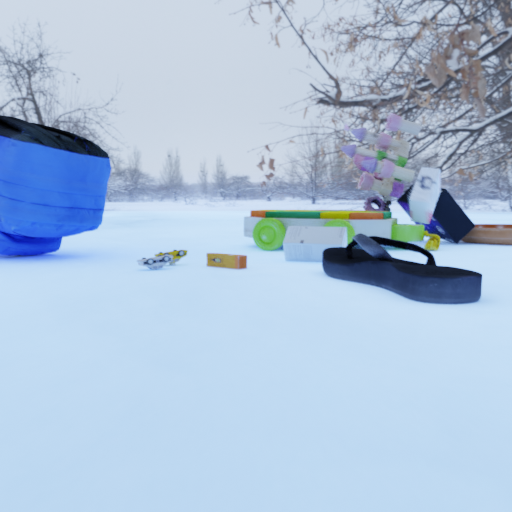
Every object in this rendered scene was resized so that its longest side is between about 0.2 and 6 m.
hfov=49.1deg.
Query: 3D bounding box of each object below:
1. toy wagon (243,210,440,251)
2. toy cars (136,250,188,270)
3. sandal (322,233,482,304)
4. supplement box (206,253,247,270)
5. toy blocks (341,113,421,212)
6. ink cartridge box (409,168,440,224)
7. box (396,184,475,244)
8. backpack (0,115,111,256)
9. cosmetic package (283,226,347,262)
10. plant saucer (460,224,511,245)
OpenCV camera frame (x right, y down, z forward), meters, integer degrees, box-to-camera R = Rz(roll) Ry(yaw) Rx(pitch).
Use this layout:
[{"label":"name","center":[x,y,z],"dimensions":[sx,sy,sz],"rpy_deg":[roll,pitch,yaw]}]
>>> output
[{"label":"toy wagon","center":[1.868,-0.590,12.134],"dimensions":[4.079,0.807,3.165],"rpy_deg":[2,6,21]},{"label":"toy cars","center":[-1.402,0.081,8.508],"dimensions":[0.469,0.232,1.046],"rpy_deg":[-4,7,18]},{"label":"sandal","center":[1.710,0.047,6.844],"dimensions":[1.068,0.601,2.809],"rpy_deg":[-2,6,-20]},{"label":"supplement box","center":[-0.453,0.077,8.494],"dimensions":[0.660,0.220,0.227],"rpy_deg":[5,7,36]},{"label":"toy blocks","center":[2.647,-2.138,12.920],"dimensions":[1.569,1.742,1.864],"rpy_deg":[15,-27,-1]},{"label":"ink cartridge box","center":[3.610,-1.294,11.949],"dimensions":[0.414,0.981,0.710],"rpy_deg":[13,-32,26]},{"label":"box","center":[4.211,-1.020,13.266],"dimensions":[1.186,0.662,1.680],"rpy_deg":[44,1,-14]},{"label":"backpack","center":[-4.106,-1.216,10.065],"dimensions":[2.928,2.457,2.379],"rpy_deg":[13,12,28]},{"label":"cosmetic package","center":[0.994,-0.194,9.343],"dimensions":[0.995,0.404,0.562],"rpy_deg":[0,35,16]},{"label":"plant saucer","center":[6.053,-0.523,13.469],"dimensions":[2.603,0.420,2.603],"rpy_deg":[1,6,0]}]
